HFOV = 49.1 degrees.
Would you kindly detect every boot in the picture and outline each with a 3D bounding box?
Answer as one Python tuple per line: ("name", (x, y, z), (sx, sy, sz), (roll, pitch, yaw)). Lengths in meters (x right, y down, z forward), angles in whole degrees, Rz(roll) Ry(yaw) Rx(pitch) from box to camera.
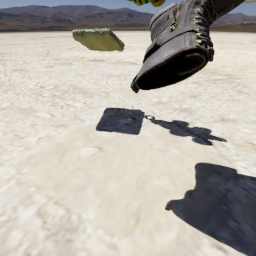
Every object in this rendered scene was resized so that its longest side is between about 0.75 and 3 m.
("boot", (1.366, -1.859, 5.200), (2.841, 0.984, 2.473), (-29, 31, 31))

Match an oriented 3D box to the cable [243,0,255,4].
("cable", (2.771, -3.782, 6.809), (1.638, 0.567, 1.638), (28, -4, 32))

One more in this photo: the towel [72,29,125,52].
("towel", (-0.883, -2.755, 8.966), (1.329, 0.327, 1.791), (3, 0, 14))

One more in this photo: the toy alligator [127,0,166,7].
("toy alligator", (0.141, -4.284, 8.838), (2.878, 0.691, 0.954), (25, -11, 41))
